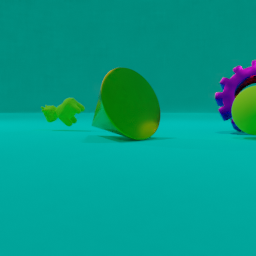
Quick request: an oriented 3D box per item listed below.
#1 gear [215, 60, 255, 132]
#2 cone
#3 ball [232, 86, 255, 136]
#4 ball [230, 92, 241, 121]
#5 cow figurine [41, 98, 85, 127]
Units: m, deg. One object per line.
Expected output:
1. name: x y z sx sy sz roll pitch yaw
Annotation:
1. gear: 2.608 -0.652 5.646 1.584 1.584 0.293 2 -26 32
2. cone: -0.303 -0.227 4.950 1.245 1.245 1.250 -3 -15 -42
3. ball: 2.181 -0.291 4.685 0.838 0.838 0.838 0 3 0
4. ball: 2.745 -0.375 6.258 0.958 0.958 0.958 0 3 0
5. cow figurine: -1.593 -0.434 6.731 0.883 0.897 0.493 39 24 2
